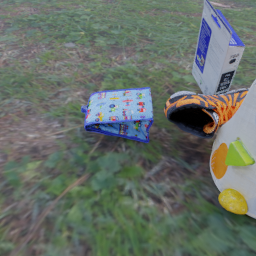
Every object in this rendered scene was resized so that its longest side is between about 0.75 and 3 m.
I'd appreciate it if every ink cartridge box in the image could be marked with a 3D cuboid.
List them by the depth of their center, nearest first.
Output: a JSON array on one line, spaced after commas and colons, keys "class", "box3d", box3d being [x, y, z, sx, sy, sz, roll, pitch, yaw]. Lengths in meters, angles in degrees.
[{"class": "ink cartridge box", "box3d": [2.368, -1.971, 7.525, 0.562, 2.865, 1.424, -18, 62, -3]}]

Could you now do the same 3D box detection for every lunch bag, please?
[{"class": "lunch bag", "box3d": [-0.313, -0.421, 7.173, 1.777, 0.836, 1.338, 5, 42, -4]}]

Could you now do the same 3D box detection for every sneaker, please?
[{"class": "sneaker", "box3d": [2.191, -0.249, 6.379, 2.736, 1.061, 1.533, -2, 18, 11]}]

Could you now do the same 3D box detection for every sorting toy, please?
[{"class": "sorting toy", "box3d": [2.926, 0.356, 4.768, 2.981, 2.683, 1.592, 18, 37, 24]}]
